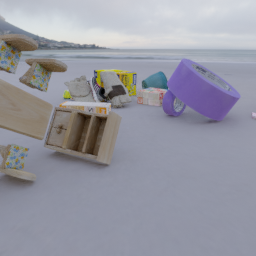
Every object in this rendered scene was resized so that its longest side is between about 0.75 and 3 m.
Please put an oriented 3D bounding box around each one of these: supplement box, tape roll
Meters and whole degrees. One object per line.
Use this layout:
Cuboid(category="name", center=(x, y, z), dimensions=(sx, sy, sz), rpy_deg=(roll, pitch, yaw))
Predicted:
Cuboid(category="supplement box", center=(-1.328, -0.301, 8.845), dimensions=(1.537, 0.968, 0.565), rpy_deg=(2, 16, 11))
Cuboid(category="tape roll", center=(2.826, -1.481, 10.561), dimensions=(2.559, 1.087, 2.559), rpy_deg=(25, 26, -13))
Cuboid(category="tape roll", center=(1.848, -1.014, 11.072), dimensions=(1.045, 1.045, 0.444), rpy_deg=(-16, 23, -42))
Cuboid(category="supplement box", center=(-0.751, -2.591, 15.874), dimensions=(1.294, 1.286, 2.362), rpy_deg=(-14, 22, -40))

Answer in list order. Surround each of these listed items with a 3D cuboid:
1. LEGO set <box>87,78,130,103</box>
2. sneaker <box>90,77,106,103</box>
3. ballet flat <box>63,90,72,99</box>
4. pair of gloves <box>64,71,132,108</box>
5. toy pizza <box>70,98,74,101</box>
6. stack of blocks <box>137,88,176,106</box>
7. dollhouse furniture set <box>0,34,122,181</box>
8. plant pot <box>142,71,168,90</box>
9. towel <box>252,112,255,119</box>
Cuboid(category="LEGO set", center=(-1.125, -2.061, 13.939), dimensions=(2.401, 1.391, 1.847), rpy_deg=(-9, 19, -28))
Cuboid(category="sneaker", center=(-1.288, -1.728, 12.382), dimensions=(0.555, 1.268, 0.468), rpy_deg=(-20, -19, 13))
Cuboid(category="ballet flat", center=(-2.827, -1.911, 14.919), dimensions=(0.534, 0.536, 1.600), rpy_deg=(16, 22, 27))
Cuboid(category="pair of gloves", center=(-1.323, -1.650, 12.752), dimensions=(2.739, 0.480, 2.329), rpy_deg=(-14, 52, -26))
Cuboid(category="toy pizza", center=(-2.551, -1.532, 14.373), dimensions=(0.840, 0.133, 0.840), rpy_deg=(0, 17, 0))
Cuboid(category="stack of blocks", center=(1.632, -1.432, 13.191), dimensions=(2.098, 0.614, 1.208), rpy_deg=(12, 21, 33))
Cuboid(category="dollhouse furniture set", center=(-1.659, -0.148, 5.962), dimensions=(1.811, 2.556, 2.783), rpy_deg=(8, -12, 29))
Cuboid(category="plant pot", center=(1.446, -2.412, 15.668), dimensions=(1.169, 1.244, 1.244), rpy_deg=(-19, 22, -16))
Cuboid(category="towel", center=(5.175, -0.483, 10.910), dimensions=(0.637, 0.130, 0.870), rpy_deg=(7, 18, 20))
